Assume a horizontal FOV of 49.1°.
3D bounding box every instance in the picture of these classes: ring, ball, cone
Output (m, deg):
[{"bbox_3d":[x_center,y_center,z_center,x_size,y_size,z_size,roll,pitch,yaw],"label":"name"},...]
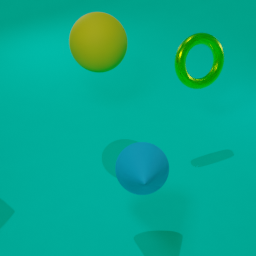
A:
[{"bbox_3d":[1.766,-1.632,6.891,1.360,1.360,0.272,-14,21,-15],"label":"ring"},{"bbox_3d":[-0.705,-2.037,6.732,1.390,1.390,1.390,0,43,0],"label":"ball"},{"bbox_3d":[0.276,0.850,5.025,1.070,1.070,1.074,1,5,1],"label":"cone"}]
